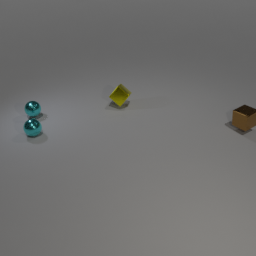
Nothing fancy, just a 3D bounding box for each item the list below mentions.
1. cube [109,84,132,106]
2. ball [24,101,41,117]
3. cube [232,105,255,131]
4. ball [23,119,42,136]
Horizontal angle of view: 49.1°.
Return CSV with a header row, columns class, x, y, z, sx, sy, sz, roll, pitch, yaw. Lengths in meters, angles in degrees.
class,x,y,z,sx,sy,sz,roll,pitch,yaw
cube,-0.350,-1.548,13.082,0.700,0.700,0.700,40,21,-5
ball,-4.149,-0.839,12.216,0.700,0.700,0.700,0,31,0
cube,4.671,-0.410,11.172,0.700,0.700,0.700,-24,35,-22
ball,-3.762,-0.017,11.051,0.700,0.700,0.700,0,31,0
